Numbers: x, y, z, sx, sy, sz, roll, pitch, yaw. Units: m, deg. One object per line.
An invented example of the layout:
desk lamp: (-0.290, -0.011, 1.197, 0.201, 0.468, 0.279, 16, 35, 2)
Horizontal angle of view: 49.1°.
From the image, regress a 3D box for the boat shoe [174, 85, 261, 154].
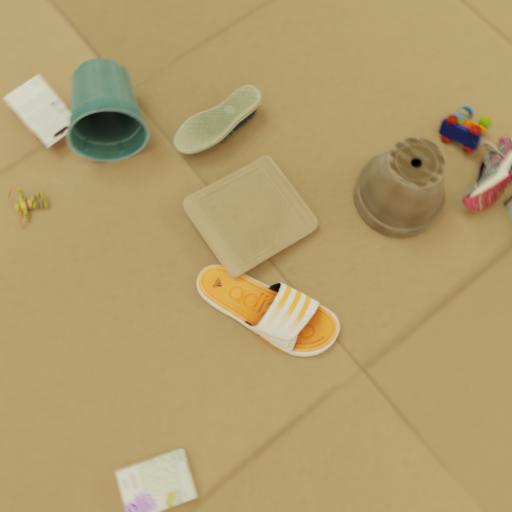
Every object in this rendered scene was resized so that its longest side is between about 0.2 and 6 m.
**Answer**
boat shoe: (-0.783, -2.801, 11.869, 2.123, 0.661, 0.792, -38, 81, -9)

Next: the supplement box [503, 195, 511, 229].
supplement box: (5.654, -0.838, 11.233, 0.943, 0.633, 0.942, -9, 72, -3)

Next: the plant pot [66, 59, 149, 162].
plant pot: (-3.130, -3.060, 11.568, 1.625, 1.625, 1.591, -13, 64, -4)

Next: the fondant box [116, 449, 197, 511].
fondant box: (-1.737, 3.998, 9.792, 1.195, 0.348, 0.862, -19, 73, -5)

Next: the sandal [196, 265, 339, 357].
sandal: (0.155, 0.965, 10.530, 2.917, 0.836, 1.118, 24, 73, 8)

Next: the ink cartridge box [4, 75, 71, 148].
ink cartridge box: (-4.555, -3.039, 12.084, 0.895, 0.414, 1.642, -40, 77, -12)

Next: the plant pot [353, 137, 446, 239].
plant pot: (2.932, -1.453, 10.939, 1.844, 1.600, 1.844, 0, 73, 0)

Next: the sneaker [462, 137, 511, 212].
sneaker: (4.841, -1.658, 11.499, 0.735, 0.793, 1.968, 37, 68, 28)

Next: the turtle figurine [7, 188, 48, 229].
turtle figurine: (-4.651, -1.020, 11.490, 0.688, 0.275, 0.853, -16, 88, -6)

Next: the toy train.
toy train: (4.684, -2.601, 11.749, 1.467, 0.621, 0.849, 33, 61, 25)

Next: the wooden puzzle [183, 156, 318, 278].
wooden puzzle: (-0.119, -0.807, 11.307, 2.105, 0.392, 1.947, -32, 75, -14)
